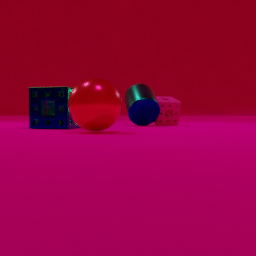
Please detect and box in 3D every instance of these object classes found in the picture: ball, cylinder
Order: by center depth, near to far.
[{"bbox_3d":[-0.634,-0.452,5.454,1.040,1.040,1.040,0,3,0],"label":"ball"},{"bbox_3d":[0.430,-0.744,8.861,1.003,1.003,1.003,0,35,-9],"label":"cylinder"}]

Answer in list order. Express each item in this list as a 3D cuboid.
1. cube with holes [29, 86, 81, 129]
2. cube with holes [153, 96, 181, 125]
[{"bbox_3d":[-1.819,-0.500,7.202,1.013,1.013,1.013,1,3,12],"label":"cube with holes"},{"bbox_3d":[1.234,-0.593,9.514,0.786,0.786,0.786,-1,20,-16],"label":"cube with holes"}]
